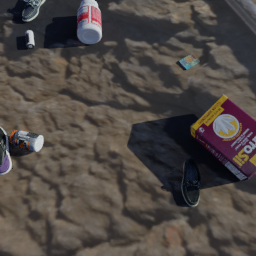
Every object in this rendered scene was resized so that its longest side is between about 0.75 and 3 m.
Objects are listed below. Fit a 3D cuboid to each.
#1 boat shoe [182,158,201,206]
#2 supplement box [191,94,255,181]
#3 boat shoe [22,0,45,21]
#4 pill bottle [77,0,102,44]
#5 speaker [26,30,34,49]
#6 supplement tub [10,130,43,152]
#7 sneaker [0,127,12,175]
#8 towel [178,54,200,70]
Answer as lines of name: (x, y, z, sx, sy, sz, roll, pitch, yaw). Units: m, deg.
boat shoe: (2.385, 1.948, 10.396, 0.673, 0.597, 1.801, 7, 65, 3)
supplement box: (3.911, 0.389, 10.463, 1.776, 1.400, 2.714, -46, 72, -1)
boat shoe: (-4.807, -6.361, 14.238, 0.815, 0.673, 2.178, 21, 67, 9)
pill bottle: (-1.854, -5.146, 13.421, 1.140, 1.140, 2.031, -3, 64, -2)
speaker: (-4.702, -4.246, 13.434, 0.356, 0.356, 0.876, -11, 66, -5)
supplement tub: (-3.986, 0.479, 11.008, 1.137, 0.697, 0.697, 12, 65, 10)
sneaker: (-5.136, 0.608, 10.797, 0.868, 1.004, 2.293, -25, 67, -11)
towel: (2.838, -3.091, 13.037, 0.835, 0.091, 0.612, -33, 70, -14)
